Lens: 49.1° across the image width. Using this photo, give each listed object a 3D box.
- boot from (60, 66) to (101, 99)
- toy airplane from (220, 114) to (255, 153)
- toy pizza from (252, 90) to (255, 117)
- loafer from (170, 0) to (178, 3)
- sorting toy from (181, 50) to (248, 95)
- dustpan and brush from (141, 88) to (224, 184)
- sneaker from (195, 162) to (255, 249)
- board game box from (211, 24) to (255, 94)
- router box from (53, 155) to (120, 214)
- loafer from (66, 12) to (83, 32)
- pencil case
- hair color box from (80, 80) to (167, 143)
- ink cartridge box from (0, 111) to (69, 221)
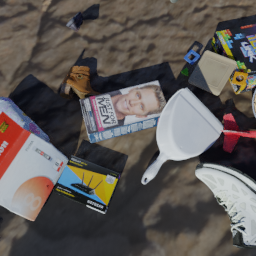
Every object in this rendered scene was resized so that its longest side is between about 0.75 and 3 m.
[{"bbox_3d":[-1.417,-1.468,9.382,1.545,0.593,1.200,8,63,12],"label":"boot"},{"bbox_3d":[3.959,0.229,8.523,2.633,0.484,2.633,1,83,-6],"label":"toy airplane"},{"bbox_3d":[4.850,-0.749,8.821,1.851,0.293,1.851,0,86,-4],"label":"toy pizza"},{"bbox_3d":[1.939,-5.308,11.215,0.289,0.312,0.830,37,66,28],"label":"loafer"},{"bbox_3d":[2.830,-1.829,9.388,2.228,0.303,1.254,30,90,24],"label":"sorting toy"},{"bbox_3d":[1.354,0.499,8.197,1.973,0.809,2.827,42,72,-18],"label":"dustpan and brush"},{"bbox_3d":[2.867,2.159,7.416,2.834,1.069,1.630,30,67,10],"label":"sneaker"},{"bbox_3d":[4.254,-2.460,9.718,1.909,0.655,2.309,-14,67,-5],"label":"board game box"},{"bbox_3d":[-1.155,1.603,8.031,1.567,0.400,1.169,19,67,8],"label":"router box"},{"bbox_3d":[-1.838,-3.776,10.051,0.434,0.495,1.378,43,27,-21],"label":"loafer"},{"bbox_3d":[-3.383,-0.009,8.494,2.151,0.894,0.976,42,80,17],"label":"pencil case"},{"bbox_3d":[-0.103,-0.520,8.781,2.558,0.774,1.279,-15,67,-6],"label":"hair color box"},{"bbox_3d":[-2.776,1.051,7.201,0.611,2.436,1.976,14,64,31],"label":"ink cartridge box"}]
